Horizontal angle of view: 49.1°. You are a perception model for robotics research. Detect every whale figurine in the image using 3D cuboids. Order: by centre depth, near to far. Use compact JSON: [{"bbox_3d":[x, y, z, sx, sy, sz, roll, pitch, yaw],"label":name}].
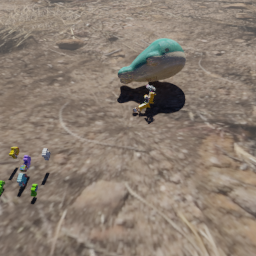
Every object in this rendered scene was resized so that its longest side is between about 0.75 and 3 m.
[{"bbox_3d":[0.816,-2.478,10.527,2.594,2.064,1.346,-17,82,6],"label":"whale figurine"}]

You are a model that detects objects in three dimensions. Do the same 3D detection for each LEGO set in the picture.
[{"bbox_3d":[0.568,-0.955,9.536,0.506,1.101,0.410,25,21,-25],"label":"LEGO set"}]

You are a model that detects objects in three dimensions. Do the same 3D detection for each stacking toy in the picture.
[{"bbox_3d":[-2.626,1.095,7.105,1.010,0.315,1.340,2,58,9],"label":"stacking toy"}]
